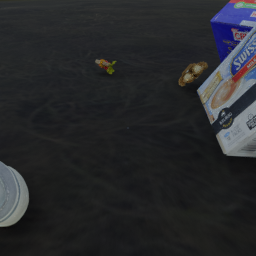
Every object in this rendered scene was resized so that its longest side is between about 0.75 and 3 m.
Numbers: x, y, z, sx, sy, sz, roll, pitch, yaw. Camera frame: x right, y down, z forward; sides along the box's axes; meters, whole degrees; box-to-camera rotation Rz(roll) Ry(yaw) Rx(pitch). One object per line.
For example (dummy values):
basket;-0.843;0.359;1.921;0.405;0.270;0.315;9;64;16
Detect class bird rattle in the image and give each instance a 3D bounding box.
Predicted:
bird rattle;-0.913;-2.546;11.029;0.784;0.541;0.961;13;18;-39

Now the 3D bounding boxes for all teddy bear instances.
teddy bear;2.244;-1.853;9.602;0.512;1.112;1.534;41;1;-4

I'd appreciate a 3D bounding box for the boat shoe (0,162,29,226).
boat shoe;-2.805;0.695;4.681;2.721;0.969;0.949;27;77;29

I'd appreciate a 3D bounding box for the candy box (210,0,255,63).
candy box;3.857;-1.959;7.760;1.119;2.906;2.457;-49;48;-9

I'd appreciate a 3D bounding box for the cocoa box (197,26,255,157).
cocoa box;2.953;-0.815;5.308;1.751;2.626;1.723;6;52;-28
